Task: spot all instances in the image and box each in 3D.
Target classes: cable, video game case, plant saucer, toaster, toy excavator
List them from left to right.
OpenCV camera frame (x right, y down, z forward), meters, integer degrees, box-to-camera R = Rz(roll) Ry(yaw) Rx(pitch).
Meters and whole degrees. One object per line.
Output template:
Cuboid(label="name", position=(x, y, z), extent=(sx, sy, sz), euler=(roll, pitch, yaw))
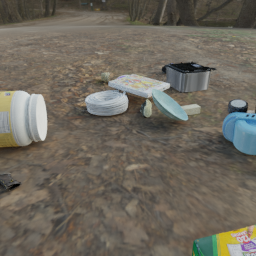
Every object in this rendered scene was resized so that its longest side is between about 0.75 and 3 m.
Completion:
Cuboid(label="cable", position=(-0.938, -1.119, 12.466), extent=(1.899, 0.658, 1.899), euler=(-3, 25, -3))
Cuboid(label="video game case", position=(0.551, -2.070, 13.417), extent=(2.235, 0.256, 2.034), euler=(21, 31, 30))
Cuboid(label="plant saucer", position=(1.570, -0.832, 11.107), extent=(1.837, 0.354, 1.837), euler=(31, 26, -17))
Cuboid(label="toaster", position=(3.377, -2.849, 15.407), extent=(1.895, 1.244, 2.096), euler=(-10, 27, -21))
Cuboid(label="toy excavator", position=(4.306, 0.429, 8.803), extent=(2.643, 1.358, 2.719), euler=(7, 39, 19))

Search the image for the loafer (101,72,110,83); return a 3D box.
Cuboid(label="loafer", position=(-1.318, -2.960, 16.491), extent=(0.524, 0.581, 1.535), euler=(-4, 16, -5))

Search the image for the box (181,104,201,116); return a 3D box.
Cuboid(label="box", position=(2.613, -0.766, 12.100), extent=(0.977, 0.334, 0.401), euler=(-9, 27, -19))

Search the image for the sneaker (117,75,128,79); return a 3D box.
Cuboid(label="sneaker", position=(0.263, -2.437, 15.202), extent=(1.935, 0.673, 0.963), euler=(-3, 26, -7))

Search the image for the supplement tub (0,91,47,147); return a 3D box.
Cuboid(label="supplement tub", position=(-4.143, -0.286, 9.292), extent=(2.548, 1.853, 1.853), euler=(-3, 26, -5))

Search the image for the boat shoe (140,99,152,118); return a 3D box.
Cuboid(label="boat shoe", position=(0.750, -0.775, 12.166), extent=(0.432, 0.459, 1.279), euler=(-31, 23, 24))

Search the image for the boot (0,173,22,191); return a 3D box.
Cuboid(label="boot", position=(-3.345, 1.474, 7.481), extent=(0.796, 0.275, 0.693), euler=(-18, 30, -37))

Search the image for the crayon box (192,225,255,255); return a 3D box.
Cuboid(label="crayon box", position=(2.241, 2.443, 5.138), extent=(1.812, 0.528, 1.076), euler=(-7, 26, -14))

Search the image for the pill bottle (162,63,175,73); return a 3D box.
Cuboid(label="pill bottle", position=(2.703, -3.924, 18.445), extent=(1.017, 0.569, 0.569), euler=(-23, 34, -38))
